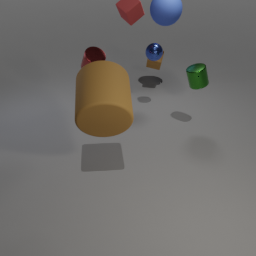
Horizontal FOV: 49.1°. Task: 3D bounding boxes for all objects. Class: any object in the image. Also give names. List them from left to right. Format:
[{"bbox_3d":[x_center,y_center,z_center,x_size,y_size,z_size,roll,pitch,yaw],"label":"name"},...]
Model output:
[{"bbox_3d":[-1.142,-2.173,9.166,0.700,0.700,0.700,8,64,-17],"label":"cylinder"},{"bbox_3d":[-0.614,-0.711,7.043,1.400,1.400,1.400,-3,55,-5],"label":"cylinder"},{"bbox_3d":[0.087,-4.451,10.506,0.700,0.700,0.700,-40,63,0],"label":"cube"},{"bbox_3d":[1.041,-3.015,11.125,0.700,0.700,0.700,0,30,0],"label":"ball"},{"bbox_3d":[1.330,-3.388,13.750,0.700,0.700,0.700,15,71,3],"label":"cube"},{"bbox_3d":[1.653,-5.172,12.167,1.400,1.400,1.400,0,30,0],"label":"ball"},{"bbox_3d":[2.490,-1.852,10.031,0.700,0.700,0.700,-15,34,10],"label":"cylinder"}]
